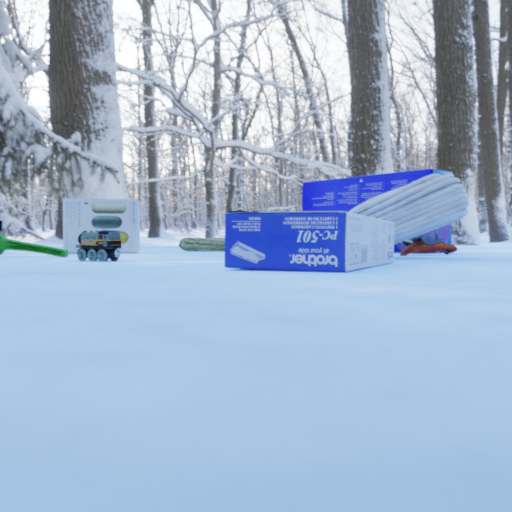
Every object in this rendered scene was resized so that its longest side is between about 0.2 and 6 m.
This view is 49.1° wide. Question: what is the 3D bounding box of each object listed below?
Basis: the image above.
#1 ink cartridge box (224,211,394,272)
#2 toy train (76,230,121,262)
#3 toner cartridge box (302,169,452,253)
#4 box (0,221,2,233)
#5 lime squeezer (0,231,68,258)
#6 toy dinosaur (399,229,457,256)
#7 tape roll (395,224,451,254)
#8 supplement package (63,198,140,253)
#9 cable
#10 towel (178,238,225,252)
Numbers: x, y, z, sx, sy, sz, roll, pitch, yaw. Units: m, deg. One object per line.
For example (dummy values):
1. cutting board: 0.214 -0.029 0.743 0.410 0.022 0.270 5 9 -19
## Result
1. ink cartridge box: 0.639 -0.140 5.468 1.062 0.499 2.258 2 2 23
2. toy train: -1.951 -0.122 6.928 0.692 0.394 0.295 1 1 33
3. toner cartridge box: 2.843 -1.026 13.936 0.857 1.887 3.972 -1 2 -42
4. box: -5.681 -0.385 11.488 0.954 0.706 0.498 2 2 37
5. lime squeezer: -4.361 -0.212 8.566 2.776 0.524 0.980 1 0 -23
6. toy dinosaur: 3.168 -0.144 10.397 1.239 1.366 0.717 23 -37 -7
7. tape roll: 3.452 -0.692 11.870 0.546 1.285 1.285 -1 2 -28
8. supplement package: -3.365 -0.650 12.348 1.555 1.180 1.172 0 1 -10
9. cable: 2.076 -0.550 8.252 2.030 0.703 2.030 -22 -5 2
10. towel: -0.890 -0.303 15.109 2.047 0.373 1.519 1 0 26
